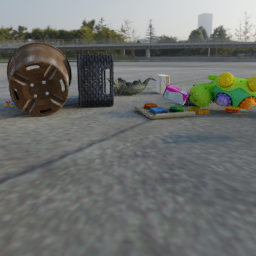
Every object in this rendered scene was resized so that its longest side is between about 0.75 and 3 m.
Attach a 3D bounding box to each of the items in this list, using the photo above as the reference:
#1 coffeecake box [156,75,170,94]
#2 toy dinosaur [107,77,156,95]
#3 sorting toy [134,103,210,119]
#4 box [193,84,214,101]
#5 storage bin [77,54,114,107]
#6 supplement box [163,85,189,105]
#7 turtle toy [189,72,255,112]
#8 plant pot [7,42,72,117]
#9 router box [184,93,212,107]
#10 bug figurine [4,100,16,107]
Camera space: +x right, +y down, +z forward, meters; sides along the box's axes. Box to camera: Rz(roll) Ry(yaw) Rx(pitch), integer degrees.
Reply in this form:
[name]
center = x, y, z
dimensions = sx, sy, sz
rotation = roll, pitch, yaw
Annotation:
[coffeecake box]
center = 1.822, -2.310, 14.740
dimensions = 0.441, 0.927, 1.208
rotation = -2, 15, -6
[toy dinosaur]
center = 0.181, -2.035, 14.055
dimensions = 2.674, 1.029, 1.368
rotation = 2, 23, -13
[sorting toy]
center = 1.539, -0.669, 9.665
dimensions = 2.263, 0.303, 1.686
rotation = -5, 15, -19
[box]
center = 3.892, -1.640, 12.732
dimensions = 1.212, 0.637, 1.480
rotation = -11, 18, -37
[storage bin]
center = -1.431, -2.054, 11.687
dimensions = 1.361, 1.963, 2.903
rotation = -3, 15, -11
[supplement box]
center = 1.645, -1.142, 9.591
dimensions = 0.769, 0.389, 0.398
rotation = 26, 27, 14
[turtle toy]
center = 3.411, -1.227, 9.709
dimensions = 2.495, 1.261, 1.818
rotation = 9, 9, 11
[plant pot]
center = -3.074, -1.644, 9.792
dimensions = 2.419, 2.419, 2.394
rotation = -4, 22, -15
[router box]
center = 2.828, -1.175, 11.470
dimensions = 0.902, 0.374, 1.204
rotation = 10, 18, 34
[bug figurine]
center = -4.542, -1.041, 11.257
dimensions = 0.691, 0.229, 0.891
rotation = 3, 15, 12
